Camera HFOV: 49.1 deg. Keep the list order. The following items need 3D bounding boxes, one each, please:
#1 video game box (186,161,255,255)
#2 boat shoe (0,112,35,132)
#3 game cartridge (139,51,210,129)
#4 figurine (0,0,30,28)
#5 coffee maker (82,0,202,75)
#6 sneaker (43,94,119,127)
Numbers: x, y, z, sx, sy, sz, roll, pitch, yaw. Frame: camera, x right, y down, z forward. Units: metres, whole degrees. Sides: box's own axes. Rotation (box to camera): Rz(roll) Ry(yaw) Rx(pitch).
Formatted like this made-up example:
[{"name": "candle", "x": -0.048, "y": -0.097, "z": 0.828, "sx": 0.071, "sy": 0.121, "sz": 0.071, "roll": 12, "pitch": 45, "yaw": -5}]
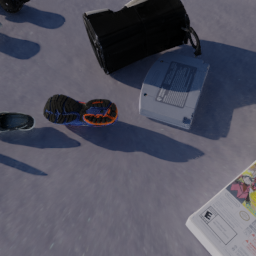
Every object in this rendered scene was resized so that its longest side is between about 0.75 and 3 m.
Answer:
[{"name": "video game box", "x": 3.089, "y": 2.265, "z": 5.843, "sx": 2.551, "sy": 0.655, "sz": 2.800, "roll": -33, "pitch": 62, "yaw": -18}, {"name": "boat shoe", "x": -3.310, "y": -0.179, "z": 7.438, "sx": 1.576, "sy": 0.475, "sz": 0.596, "roll": -7, "pitch": 80, "yaw": -3}, {"name": "game cartridge", "x": 1.329, "y": -1.220, "z": 8.331, "sx": 1.700, "sy": 0.516, "sz": 2.550, "roll": 20, "pitch": 58, "yaw": 9}, {"name": "figurine", "x": -5.446, "y": -4.308, "z": 10.068, "sx": 2.848, "sy": 1.257, "sz": 2.919, "roll": 19, "pitch": 59, "yaw": 8}, {"name": "coffee maker", "x": 0.274, "y": -2.857, "z": 8.396, "sx": 2.769, "sy": 1.865, "sz": 2.659, "roll": -25, "pitch": 41, "yaw": -5}, {"name": "sneaker", "x": -1.269, "y": -0.348, "z": 7.546, "sx": 2.224, "sy": 0.872, "sz": 0.838, "roll": 9, "pitch": 78, "yaw": 17}]
